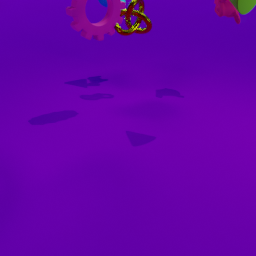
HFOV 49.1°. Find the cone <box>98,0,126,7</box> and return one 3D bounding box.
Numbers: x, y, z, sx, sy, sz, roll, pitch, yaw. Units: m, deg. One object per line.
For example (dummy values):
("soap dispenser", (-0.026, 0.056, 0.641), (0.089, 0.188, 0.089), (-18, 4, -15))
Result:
("cone", (-0.367, -4.664, 10.084), (1.117, 1.117, 1.121), (-17, 52, -28))

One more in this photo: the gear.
("gear", (-0.802, -3.091, 7.224), (1.585, 1.585, 0.293), (-19, 39, -31))

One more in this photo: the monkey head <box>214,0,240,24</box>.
("monkey head", (3.353, -4.159, 9.120), (0.884, 1.468, 1.056), (-2, -4, 1))

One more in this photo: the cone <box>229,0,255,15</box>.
("cone", (2.176, -2.900, 5.786), (0.850, 0.850, 0.854), (-21, 45, -34))

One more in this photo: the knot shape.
("knot shape", (0.253, -3.530, 9.234), (1.217, 1.301, 0.601), (29, 25, -35))
